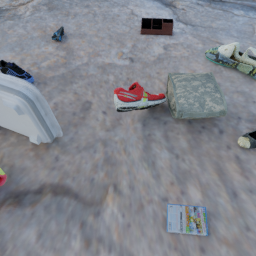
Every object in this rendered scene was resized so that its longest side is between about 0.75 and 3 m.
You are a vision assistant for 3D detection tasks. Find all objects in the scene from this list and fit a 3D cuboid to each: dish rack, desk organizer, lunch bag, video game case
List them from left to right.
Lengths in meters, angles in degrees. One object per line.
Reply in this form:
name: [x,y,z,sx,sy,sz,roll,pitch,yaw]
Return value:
dish rack: [-3.395,-0.549,7.598,2.969,2.548,0.646,19,62,16]
desk organizer: [1.356,-4.755,13.123,1.528,0.588,0.548,3,45,3]
video game case: [1.369,2.126,6.516,0.915,0.081,0.655,4,53,4]
lunch bag: [2.110,-0.898,8.894,1.553,1.113,1.893,-1,40,-2]

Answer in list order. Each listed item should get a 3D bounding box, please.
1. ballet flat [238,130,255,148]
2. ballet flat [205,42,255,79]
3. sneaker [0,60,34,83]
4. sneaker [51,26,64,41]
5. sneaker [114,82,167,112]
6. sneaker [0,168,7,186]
ballet flat: [3.967,0.175,8.243,1.730,0.491,0.575,-17,47,-16]
ballet flat: [4.384,-2.766,10.845,2.953,1.096,1.096,32,53,28]
sneaker: [-4.204,-2.102,10.456,1.527,0.595,0.536,19,47,18]
sneaker: [-3.215,-4.378,12.894,0.429,0.383,1.047,4,45,4]
sneaker: [0.430,-1.042,8.831,2.041,0.786,0.867,-9,86,-40]
sneaker: [-3.885,1.529,6.336,1.196,1.035,2.649,26,37,9]
